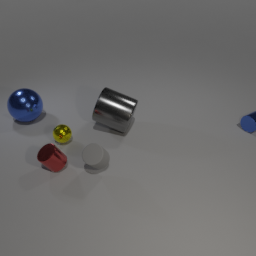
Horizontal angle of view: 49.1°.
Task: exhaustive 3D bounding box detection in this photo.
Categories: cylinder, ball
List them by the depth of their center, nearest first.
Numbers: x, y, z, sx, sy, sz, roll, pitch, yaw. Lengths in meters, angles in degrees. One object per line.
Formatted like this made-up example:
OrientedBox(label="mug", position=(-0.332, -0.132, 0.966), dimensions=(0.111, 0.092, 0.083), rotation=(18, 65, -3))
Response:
OrientedBox(label="cylinder", position=(-1.003, 0.902, 8.841), dimensions=(0.700, 0.700, 0.700), rotation=(-5, 70, 13))
OrientedBox(label="cylinder", position=(-2.460, 0.968, 9.109), dimensions=(0.700, 0.700, 0.700), rotation=(-17, 47, 19))
OrientedBox(label="ball", position=(-2.433, 0.207, 10.373), dimensions=(0.700, 0.700, 0.700), rotation=(0, 33, 0))
OrientedBox(label="cylinder", position=(-0.492, -0.691, 10.883), dimensions=(1.400, 1.400, 1.400), rotation=(22, 36, 2))
OrientedBox(label="cylinder", position=(4.989, -0.257, 11.163), dimensions=(0.700, 0.700, 0.700), rotation=(-21, 39, -28))
OrientedBox(label="ball", position=(-4.236, -0.939, 11.565), dimensions=(1.400, 1.400, 1.400), rotation=(0, 33, 0))
